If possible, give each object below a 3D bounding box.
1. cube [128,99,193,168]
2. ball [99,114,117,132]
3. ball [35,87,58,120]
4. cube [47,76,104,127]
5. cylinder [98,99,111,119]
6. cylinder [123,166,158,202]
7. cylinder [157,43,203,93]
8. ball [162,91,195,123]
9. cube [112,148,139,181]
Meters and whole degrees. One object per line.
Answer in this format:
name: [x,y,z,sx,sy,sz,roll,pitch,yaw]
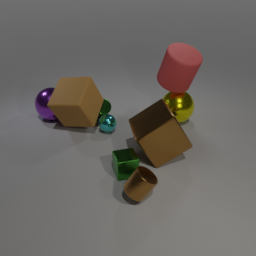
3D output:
cube: [1.045,0.161,9.311,1.400,1.400,1.400,-32,30,8]
ball: [-0.797,-0.198,10.999,0.700,0.700,0.700,0,30,0]
ball: [-3.229,-1.022,11.894,1.400,1.400,1.400,0,30,0]
cube: [-1.974,-0.996,10.833,1.400,1.400,1.400,2,57,22]
cylinder: [-1.130,-0.817,11.971,0.700,0.700,0.700,-13,-11,-22]
cylinder: [0.341,1.517,7.642,0.700,0.700,0.700,31,21,-13]
cylinder: [1.977,-2.326,10.891,1.400,1.400,1.400,8,49,-9]
ball: [2.053,-0.903,11.672,1.400,1.400,1.400,0,30,0]
cube: [-0.079,1.132,8.823,0.700,0.700,0.700,-8,31,-14]
